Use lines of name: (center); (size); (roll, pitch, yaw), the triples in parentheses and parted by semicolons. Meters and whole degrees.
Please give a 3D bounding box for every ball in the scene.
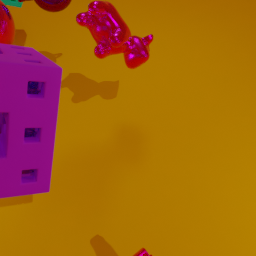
ball: (-2.748, -1.855, 5.111); (1.285, 1.285, 1.285); (0, 54, 0)

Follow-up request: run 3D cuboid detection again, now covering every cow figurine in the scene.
cow figurine: (-0.191, -1.961, 5.892); (1.557, 0.855, 1.532); (58, 36, -9)

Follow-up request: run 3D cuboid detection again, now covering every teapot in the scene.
teapot: (-1.721, -2.997, 6.167); (1.456, 0.905, 0.713); (-18, 17, -10)

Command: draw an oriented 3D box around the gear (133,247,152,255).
gear: (0.442, 2.054, 3.556); (0.201, 1.086, 1.086); (-33, 61, -18)

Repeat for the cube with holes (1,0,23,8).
cube with holes: (-3.034, -3.756, 6.618); (1.099, 1.099, 1.099); (7, 56, -11)

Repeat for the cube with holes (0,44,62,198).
cube with holes: (-1.458, -0.153, 2.692); (1.212, 1.212, 1.212); (-1, 22, -31)
